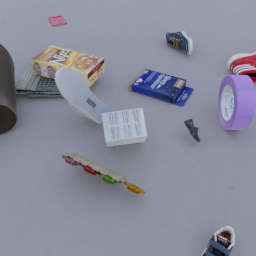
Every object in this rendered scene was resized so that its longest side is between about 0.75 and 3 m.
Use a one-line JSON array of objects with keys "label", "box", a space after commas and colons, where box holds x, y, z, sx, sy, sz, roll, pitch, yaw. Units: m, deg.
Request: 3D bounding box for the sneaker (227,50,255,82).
[{"label": "sneaker", "box": [5.302, -2.438, 11.097, 2.403, 0.941, 1.388, -17, 52, -1]}]

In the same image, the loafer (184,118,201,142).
[{"label": "loafer", "box": [1.969, 0.060, 8.338, 0.284, 0.286, 0.787, -32, 68, 13]}]

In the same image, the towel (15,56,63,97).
[{"label": "towel", "box": [-2.793, -1.988, 10.877, 2.583, 0.463, 2.683, 3, 40, -1]}]

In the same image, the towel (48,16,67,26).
[{"label": "towel", "box": [-3.813, -5.805, 15.169, 0.801, 0.124, 1.107, -18, 46, -18]}]

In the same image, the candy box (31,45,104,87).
[{"label": "candy box", "box": [-2.210, -2.321, 10.445, 2.340, 0.647, 1.351, 17, 43, 14]}]

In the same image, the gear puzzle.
[{"label": "gear puzzle", "box": [-0.593, 1.179, 7.003, 2.217, 1.148, 0.290, 24, 86, 9]}]

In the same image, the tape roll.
[{"label": "tape roll", "box": [3.264, -0.773, 8.534, 0.543, 1.654, 1.654, -1, 43, -1]}]

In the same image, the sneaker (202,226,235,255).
[{"label": "sneaker", "box": [1.846, 2.553, 5.795, 0.486, 0.492, 1.240, 24, 49, 22]}]

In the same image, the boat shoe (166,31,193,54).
[{"label": "boat shoe", "box": [2.286, -3.832, 12.658, 0.882, 0.688, 1.944, -4, 35, -4]}]

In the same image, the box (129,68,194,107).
[{"label": "box", "box": [1.260, -1.541, 10.368, 2.149, 0.348, 1.302, 21, 46, 19]}]

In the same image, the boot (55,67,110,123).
[{"label": "boot", "box": [-1.551, -0.920, 8.333, 1.077, 2.253, 0.829, 13, 63, 43]}]

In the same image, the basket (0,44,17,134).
[{"label": "basket", "box": [-4.386, -1.177, 8.813, 1.736, 2.301, 2.552, -13, 53, -16]}]

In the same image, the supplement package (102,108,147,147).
[{"label": "supplement package", "box": [-0.108, 0.005, 7.898, 1.117, 1.068, 0.822, -8, 79, -3]}]
